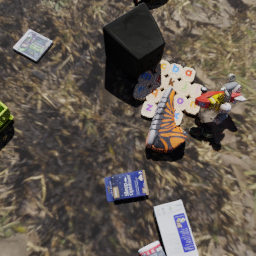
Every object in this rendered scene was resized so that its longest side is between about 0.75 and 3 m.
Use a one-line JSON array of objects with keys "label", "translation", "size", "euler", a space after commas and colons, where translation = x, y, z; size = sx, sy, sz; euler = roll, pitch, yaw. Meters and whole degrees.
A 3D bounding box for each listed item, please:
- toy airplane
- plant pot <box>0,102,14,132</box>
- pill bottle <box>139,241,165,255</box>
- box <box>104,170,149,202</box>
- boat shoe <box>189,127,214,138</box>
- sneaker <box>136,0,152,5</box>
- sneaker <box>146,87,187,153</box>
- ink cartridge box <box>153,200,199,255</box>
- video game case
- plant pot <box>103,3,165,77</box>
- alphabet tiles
[{"label": "toy airplane", "translation": [3.656, -1.007, 10.645], "size": [1.755, 1.763, 1.244], "euler": [-38, 35, 23]}, {"label": "plant pot", "translation": [-5.356, -0.479, 11.106], "size": [1.156, 1.054, 1.161], "euler": [35, 73, 13]}, {"label": "pill bottle", "translation": [0.964, 4.561, 9.341], "size": [0.780, 0.780, 1.305], "euler": [-24, 71, -9]}, {"label": "box", "translation": [-0.067, 2.180, 10.538], "size": [1.567, 0.254, 0.949], "euler": [-9, 70, -2]}, {"label": "boat shoe", "translation": [2.972, 0.132, 11.261], "size": [0.981, 0.322, 0.350], "euler": [16, 73, 7]}, {"label": "sneaker", "translation": [1.166, -6.739, 13.670], "size": [1.914, 0.669, 0.861], "euler": [-28, 75, -8]}, {"label": "sneaker", "translation": [1.721, -0.234, 11.070], "size": [1.435, 0.994, 2.562], "euler": [18, 87, -2]}, {"label": "ink cartridge box", "translation": [1.689, 3.736, 9.858], "size": [1.078, 0.425, 2.168], "euler": [-13, 68, -5]}, {"label": "video game case", "translation": [-4.345, -3.790, 12.833], "size": [1.365, 0.159, 1.241], "euler": [29, 72, 10]}, {"label": "plant pot", "translation": [0.387, -3.437, 11.698], "size": [2.092, 2.087, 1.856], "euler": [-36, 76, -13]}, {"label": "alphabet tiles", "translation": [1.735, -1.524, 11.950], "size": [2.842, 0.207, 2.780], "euler": [17, 72, 6]}]
